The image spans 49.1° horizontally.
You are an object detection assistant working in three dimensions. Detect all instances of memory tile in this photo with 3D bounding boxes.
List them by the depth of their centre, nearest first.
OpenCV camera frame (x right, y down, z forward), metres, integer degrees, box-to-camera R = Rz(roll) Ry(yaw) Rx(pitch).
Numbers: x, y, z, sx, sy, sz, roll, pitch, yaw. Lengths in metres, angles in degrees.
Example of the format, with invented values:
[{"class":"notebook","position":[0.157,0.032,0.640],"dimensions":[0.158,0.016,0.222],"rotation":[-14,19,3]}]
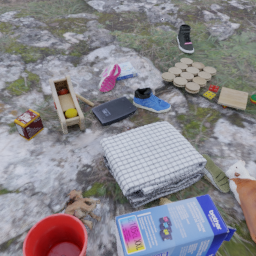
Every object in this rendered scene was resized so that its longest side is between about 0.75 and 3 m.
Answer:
[{"class":"memory tile","position":[3.035,-2.638,13.785],"dimensions":[2.019,0.221,2.634],"rotation":[28,46,24]}]

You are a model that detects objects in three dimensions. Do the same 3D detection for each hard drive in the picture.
[{"class":"hard drive","position":[-0.581,-0.708,11.961],"dimensions":[1.688,0.357,1.138],"rotation":[-24,50,-22]}]

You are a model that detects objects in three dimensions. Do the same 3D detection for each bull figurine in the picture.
[{"class":"bull figurine","position":[4.110,2.281,8.634],"dimensions":[1.747,0.937,2.877],"rotation":[1,46,1]}]

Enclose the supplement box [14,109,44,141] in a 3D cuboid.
[{"class":"supplement box","position":[-3.888,-0.127,11.050],"dimensions":[0.561,0.845,0.833],"rotation":[26,51,23]}]

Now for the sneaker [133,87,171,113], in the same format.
[{"class":"sneaker","position":[1.049,-1.257,12.095],"dimensions":[1.670,0.929,0.641],"rotation":[15,48,14]}]

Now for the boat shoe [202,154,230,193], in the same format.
[{"class":"boat shoe","position":[2.899,1.591,9.617],"dimensions":[0.545,0.499,1.460],"rotation":[-23,70,-28]}]

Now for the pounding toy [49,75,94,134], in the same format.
[{"class":"pounding toy","position":[-2.219,-1.234,11.550],"dimensions":[1.692,1.687,2.950],"rotation":[-16,48,-15]}]

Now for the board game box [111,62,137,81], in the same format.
[{"class":"board game box","position":[-0.235,-2.890,14.175],"dimensions":[1.107,0.240,1.101],"rotation":[-15,48,-15]}]

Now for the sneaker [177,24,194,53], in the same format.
[{"class":"sneaker","position":[3.269,-5.105,15.795],"dimensions":[0.733,1.029,2.075],"rotation":[-4,47,-6]}]

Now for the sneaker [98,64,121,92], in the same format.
[{"class":"sneaker","position":[-0.979,-2.351,13.418],"dimensions":[0.733,0.676,1.663],"rotation":[-1,49,43]}]

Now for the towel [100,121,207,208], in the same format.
[{"class":"towel","position":[0.769,1.168,9.468],"dimensions":[2.909,1.245,2.409],"rotation":[-18,46,-19]}]

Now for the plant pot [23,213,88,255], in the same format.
[{"class":"plant pot","position":[-1.785,3.258,7.363],"dimensions":[1.566,1.386,1.566],"rotation":[0,46,0]}]

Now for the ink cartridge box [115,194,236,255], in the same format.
[{"class":"ink cartridge box","position":[1.229,2.874,7.279],"dimensions":[2.977,2.031,1.136],"rotation":[-12,47,-11]}]

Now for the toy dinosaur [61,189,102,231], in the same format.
[{"class":"toy dinosaur","position":[-1.517,2.422,8.232],"dimensions":[1.299,1.917,0.823],"rotation":[5,89,9]}]

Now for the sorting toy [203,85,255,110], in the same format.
[{"class":"sorting toy","position":[4.557,-1.236,12.446],"dimensions":[2.377,0.402,1.146],"rotation":[17,48,15]}]

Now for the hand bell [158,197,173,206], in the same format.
[{"class":"hand bell","position":[1.048,2.262,9.064],"dimensions":[0.599,0.599,1.150],"rotation":[-21,37,-19]}]
